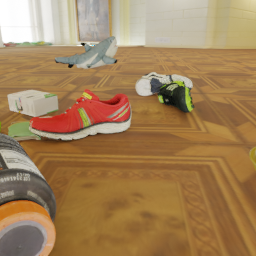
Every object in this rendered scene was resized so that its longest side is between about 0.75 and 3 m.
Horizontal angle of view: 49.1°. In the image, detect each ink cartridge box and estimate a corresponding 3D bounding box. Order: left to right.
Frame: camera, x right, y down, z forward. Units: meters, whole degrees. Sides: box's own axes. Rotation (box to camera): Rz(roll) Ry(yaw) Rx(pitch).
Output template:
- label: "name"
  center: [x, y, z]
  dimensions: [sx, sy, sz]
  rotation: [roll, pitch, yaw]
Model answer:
- label: "ink cartridge box"
  center: [-3.350, -0.901, 9.890]
  dimensions: [1.436, 0.603, 1.040]
  rotation: [13, 24, 32]

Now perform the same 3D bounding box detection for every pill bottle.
- label: "pill bottle"
  center: [-1.769, 0.947, 3.887]
  dimensions: [1.225, 1.225, 2.306]
  rotation: [-12, 23, -30]

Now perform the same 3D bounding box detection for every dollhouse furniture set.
- label: "dollhouse furniture set"
  center: [-3.426, -0.135, 7.466]
  dimensions: [2.128, 0.821, 1.063]
  rotation: [-6, 21, -16]

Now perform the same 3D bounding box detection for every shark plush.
- label: "shark plush"
  center: [-0.778, -1.415, 5.398]
  dimensions: [1.225, 0.510, 0.557]
  rotation: [-13, 16, -6]

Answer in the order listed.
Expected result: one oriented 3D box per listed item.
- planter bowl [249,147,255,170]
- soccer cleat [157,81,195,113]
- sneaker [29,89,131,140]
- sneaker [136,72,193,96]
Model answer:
- label: "planter bowl"
  center: [2.929, 0.884, 4.858]
  dimensions: [1.640, 0.683, 1.640]
  rotation: [0, 20, 0]
- label: "soccer cleat"
  center: [1.709, -1.108, 10.277]
  dimensions: [1.148, 0.956, 2.833]
  rotation: [-15, 17, 8]
- label: "sneaker"
  center: [-1.273, -0.452, 7.731]
  dimensions: [2.890, 1.227, 1.113]
  rotation: [-10, 22, -26]
- label: "sneaker"
  center: [1.537, -2.017, 12.405]
  dimensions: [2.403, 0.959, 1.564]
  rotation: [-8, 26, 5]
